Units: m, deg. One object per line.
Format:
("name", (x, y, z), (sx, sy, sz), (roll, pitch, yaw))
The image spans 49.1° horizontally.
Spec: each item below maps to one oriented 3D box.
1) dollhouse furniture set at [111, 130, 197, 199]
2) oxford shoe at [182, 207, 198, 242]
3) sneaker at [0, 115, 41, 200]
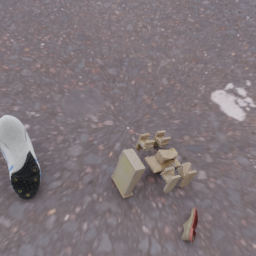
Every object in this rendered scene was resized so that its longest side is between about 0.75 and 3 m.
("dollhouse furniture set", (0.550, 1.019, 7.075), (1.617, 1.052, 1.485), (-8, 47, -33))
("oxford shoe", (1.399, 2.161, 6.367), (0.304, 0.286, 0.812), (-6, 39, 31))
("sneaker", (-2.660, 0.706, 6.902), (0.759, 0.765, 2.111), (-16, 92, -16))
